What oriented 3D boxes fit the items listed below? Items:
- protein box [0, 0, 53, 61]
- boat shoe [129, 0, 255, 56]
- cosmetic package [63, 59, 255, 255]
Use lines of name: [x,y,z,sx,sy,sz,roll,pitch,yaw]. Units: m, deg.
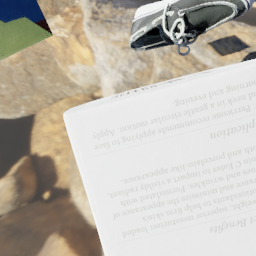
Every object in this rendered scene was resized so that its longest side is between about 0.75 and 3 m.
protein box: [-1.999,-1.400,4.068,1.159,0.782,1.151,-7,29,33]
boat shoe: [1.024,-2.067,5.571,2.904,1.072,0.992,10,77,47]
cosmetic package: [0.627,0.584,3.380,1.891,1.893,2.295,-14,98,3]
